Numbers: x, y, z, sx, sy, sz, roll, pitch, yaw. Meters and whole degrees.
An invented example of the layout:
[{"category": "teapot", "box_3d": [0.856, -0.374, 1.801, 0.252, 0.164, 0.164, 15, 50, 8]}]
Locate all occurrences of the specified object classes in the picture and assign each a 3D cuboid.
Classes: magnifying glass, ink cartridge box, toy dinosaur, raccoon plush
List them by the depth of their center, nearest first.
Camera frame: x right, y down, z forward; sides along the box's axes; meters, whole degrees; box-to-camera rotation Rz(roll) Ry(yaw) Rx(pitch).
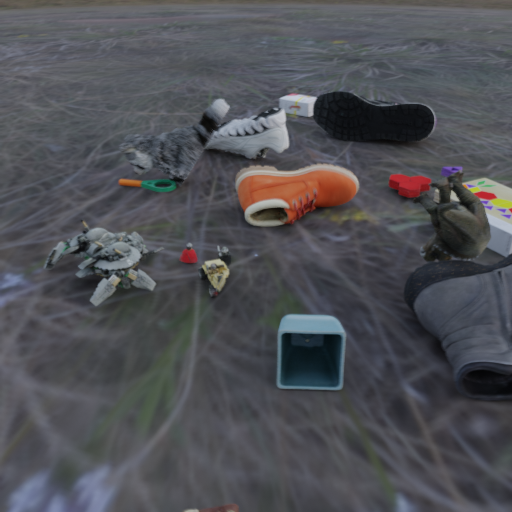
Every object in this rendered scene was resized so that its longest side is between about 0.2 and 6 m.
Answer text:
[{"category": "toy dinosaur", "box_3d": [2.628, -0.431, 7.167, 0.896, 1.191, 2.328, -28, -7, 1]}, {"category": "raccoon plush", "box_3d": [-1.681, -2.426, 11.007, 1.432, 2.137, 1.034, 31, 5, -12]}, {"category": "magnifying glass", "box_3d": [-2.176, -1.435, 11.212, 1.152, 0.129, 0.459, 4, 30, 9]}, {"category": "ink cartridge box", "box_3d": [1.261, -4.311, 16.009, 0.983, 0.410, 0.713, 20, 35, 31]}]

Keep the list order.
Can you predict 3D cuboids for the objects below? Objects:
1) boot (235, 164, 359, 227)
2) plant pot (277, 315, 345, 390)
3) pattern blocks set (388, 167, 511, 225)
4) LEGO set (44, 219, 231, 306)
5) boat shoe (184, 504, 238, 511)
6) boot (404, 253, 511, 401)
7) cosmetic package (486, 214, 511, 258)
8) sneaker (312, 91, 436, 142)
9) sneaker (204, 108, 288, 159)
[{"category": "boot", "box_3d": [0.787, -0.980, 9.878, 2.230, 0.837, 1.196, -3, 42, -5]}, {"category": "plant pot", "box_3d": [0.594, 1.009, 6.343, 0.714, 0.716, 0.729, 1, 19, 2]}, {"category": "pattern blocks set", "box_3d": [4.283, -0.942, 10.179, 2.860, 0.264, 3.254, -10, 31, -17]}, {"category": "LEGO set", "box_3d": [-1.731, -0.063, 8.106, 2.750, 0.779, 1.786, -6, 30, -10]}, {"category": "boat shoe", "box_3d": [-0.101, 2.444, 3.870, 0.619, 0.621, 1.720, -10, 25, -15]}, {"category": "boot", "box_3d": [3.435, 0.765, 6.634, 2.963, 1.034, 1.951, -14, 34, -3]}, {"category": "cosmetic package", "box_3d": [3.827, -0.347, 8.979, 0.311, 0.427, 0.839, -15, 32, -25]}, {"category": "sneaker", "box_3d": [2.939, -3.392, 14.015, 3.021, 1.144, 1.323, 15, 18, 17]}, {"category": "sneaker", "box_3d": [-0.299, -2.588, 12.577, 2.365, 0.958, 0.888, -2, 30, 40]}]
